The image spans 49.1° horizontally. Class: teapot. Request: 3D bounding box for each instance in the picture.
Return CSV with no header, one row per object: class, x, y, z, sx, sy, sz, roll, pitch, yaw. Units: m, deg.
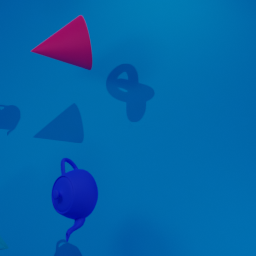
teapot,-1.005,1.239,5.033,0.913,0.719,1.469,-28,64,35

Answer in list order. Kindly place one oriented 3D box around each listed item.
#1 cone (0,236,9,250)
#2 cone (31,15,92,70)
cone,-2.508,1.818,4.690,1.161,1.165,1.161,-33,35,27
cone,-1.683,-1.970,6.830,1.329,1.324,1.324,-13,63,-15
